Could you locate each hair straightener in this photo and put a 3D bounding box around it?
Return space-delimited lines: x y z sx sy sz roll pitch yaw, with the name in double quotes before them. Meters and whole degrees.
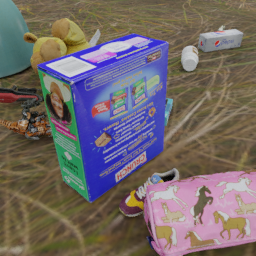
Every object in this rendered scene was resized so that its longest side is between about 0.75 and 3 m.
"hair straightener" -3.433 -1.163 8.762 2.054 0.420 0.790 -5 46 -23

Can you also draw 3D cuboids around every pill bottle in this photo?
"pill bottle" 2.356 -2.633 10.671 0.632 0.632 1.105 7 39 8

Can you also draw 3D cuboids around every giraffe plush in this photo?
"giraffe plush" -2.404 -2.483 9.423 2.154 2.292 2.656 6 41 26

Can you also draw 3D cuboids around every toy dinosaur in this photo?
"toy dinosaur" -2.667 -0.175 7.574 1.604 0.819 1.088 16 53 -14

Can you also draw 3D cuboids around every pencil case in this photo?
"pencil case" 1.780 1.458 4.963 2.981 1.290 1.234 -8 6 -4

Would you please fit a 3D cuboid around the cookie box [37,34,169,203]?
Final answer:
"cookie box" -0.336 -0.227 5.883 2.405 2.812 1.057 -31 44 -34

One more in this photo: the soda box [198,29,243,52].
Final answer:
"soda box" 4.007 -3.800 12.140 1.845 0.630 0.585 -13 40 -15

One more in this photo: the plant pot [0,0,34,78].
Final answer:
"plant pot" -5.134 -3.577 10.358 2.983 2.394 2.983 -2 38 2

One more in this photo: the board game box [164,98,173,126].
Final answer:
"board game box" 0.590 -0.591 8.377 1.338 0.314 1.010 10 40 12

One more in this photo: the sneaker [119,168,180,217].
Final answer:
"sneaker" 0.440 1.268 5.784 1.429 0.644 0.536 -23 44 -26

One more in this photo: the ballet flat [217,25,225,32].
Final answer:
"ballet flat" 4.574 -4.853 13.759 0.265 0.251 0.787 20 43 23
